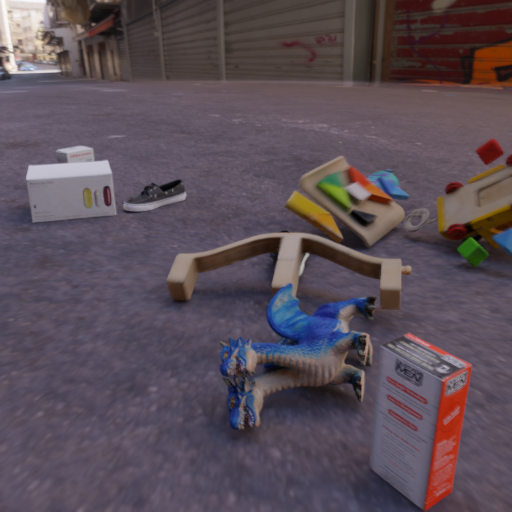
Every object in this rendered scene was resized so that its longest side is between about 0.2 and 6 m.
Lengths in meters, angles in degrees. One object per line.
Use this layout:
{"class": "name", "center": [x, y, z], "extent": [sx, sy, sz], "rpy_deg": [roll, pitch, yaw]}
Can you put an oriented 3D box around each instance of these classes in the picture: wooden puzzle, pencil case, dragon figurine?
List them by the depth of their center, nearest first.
{"class": "dragon figurine", "center": [0.655, 1.004, 7.302], "extent": [1.692, 1.002, 3.403], "rpy_deg": [7, 24, 16]}
{"class": "wooden puzzle", "center": [2.131, -1.254, 12.078], "extent": [2.203, 0.382, 3.265], "rpy_deg": [41, 42, 7]}
{"class": "pencil case", "center": [2.959, -1.545, 13.837], "extent": [0.881, 0.811, 1.906], "rpy_deg": [11, 25, 24]}

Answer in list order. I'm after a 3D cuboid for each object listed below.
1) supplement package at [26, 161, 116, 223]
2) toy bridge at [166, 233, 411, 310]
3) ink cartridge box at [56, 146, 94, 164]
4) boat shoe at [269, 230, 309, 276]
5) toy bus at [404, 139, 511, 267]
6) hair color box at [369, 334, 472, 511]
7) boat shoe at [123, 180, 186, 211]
{"class": "supplement package", "center": [-4.483, -1.607, 13.632], "extent": [1.923, 1.066, 1.498], "rpy_deg": [-7, 23, -16]}
{"class": "toy bridge", "center": [0.534, 0.189, 9.078], "extent": [3.810, 0.518, 1.281], "rpy_deg": [1, 45, 14]}
{"class": "ink cartridge box", "center": [-4.848, -2.295, 15.150], "extent": [0.496, 1.198, 0.873], "rpy_deg": [16, 27, 34]}
{"class": "boat shoe", "center": [0.574, -0.158, 10.511], "extent": [0.694, 0.616, 1.857], "rpy_deg": [-14, 20, 19]}
{"class": "toy bus", "center": [4.840, -0.867, 11.246], "extent": [1.402, 2.560, 2.713], "rpy_deg": [36, 3, -28]}
{"class": "hair color box", "center": [1.526, 1.566, 5.325], "extent": [0.444, 1.451, 0.736], "rpy_deg": [-15, 27, -33]}
{"class": "boat shoe", "center": [-2.549, -1.577, 14.177], "extent": [1.818, 0.602, 0.636], "rpy_deg": [-18, 28, -37]}
